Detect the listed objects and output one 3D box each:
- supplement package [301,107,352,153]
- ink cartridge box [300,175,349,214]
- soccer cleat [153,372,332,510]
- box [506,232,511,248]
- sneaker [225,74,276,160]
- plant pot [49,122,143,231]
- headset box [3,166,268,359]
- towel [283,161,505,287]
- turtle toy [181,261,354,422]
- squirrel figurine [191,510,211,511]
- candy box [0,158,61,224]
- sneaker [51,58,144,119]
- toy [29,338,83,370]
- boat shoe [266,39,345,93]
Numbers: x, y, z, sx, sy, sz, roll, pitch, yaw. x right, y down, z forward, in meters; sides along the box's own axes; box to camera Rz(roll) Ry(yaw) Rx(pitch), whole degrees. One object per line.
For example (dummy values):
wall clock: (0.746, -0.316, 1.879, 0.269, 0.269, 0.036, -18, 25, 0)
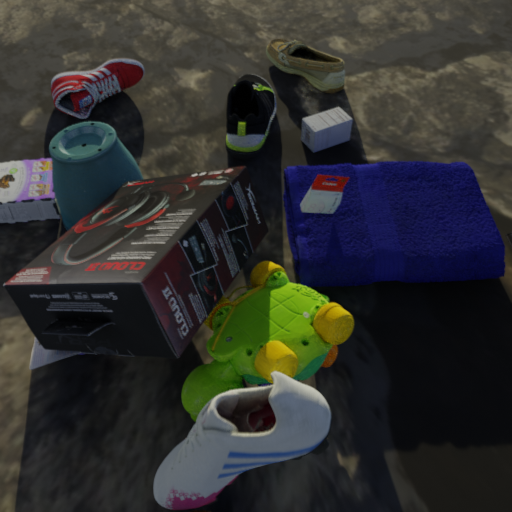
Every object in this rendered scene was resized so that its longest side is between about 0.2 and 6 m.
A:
supplement package: (1.530, -2.753, 12.208, 0.965, 0.564, 0.566, -21, 51, -18)
ink cartridge box: (1.147, -1.003, 9.282, 0.617, 0.759, 0.217, 1, 58, -23)
soccer cleat: (-0.424, 2.105, 6.535, 2.716, 1.173, 0.949, -33, 33, 24)
box: (5.127, 0.352, 9.041, 1.322, 0.417, 2.402, -26, 43, 23)
sneaker: (-0.087, -3.388, 12.321, 1.082, 1.249, 3.016, 1, 48, 1)
plant pot: (-2.935, -1.465, 10.231, 1.745, 1.640, 1.745, -3, 47, 4)
headset box: (-1.660, 0.100, 8.114, 2.489, 1.256, 3.348, -2, 33, 30)
towel: (2.344, -0.560, 10.098, 3.605, 0.893, 2.662, -2, 54, -2)
turtle toy: (0.059, 1.323, 7.936, 2.626, 1.328, 1.914, -31, 41, -23)
squirrel figurine: (-0.519, 3.392, 6.514, 1.005, 0.762, 1.077, -27, 56, -31)
candy box: (-4.576, -1.259, 10.855, 1.531, 0.548, 1.284, -6, 48, -6)
sneaker: (-3.676, -3.906, 13.105, 2.232, 0.795, 1.256, -15, 45, -3)
toy: (-2.286, 1.116, 8.603, 2.151, 0.508, 1.239, -21, 32, -3)
boat shoe: (1.233, -4.983, 14.076, 0.938, 0.809, 2.572, -28, 54, -23)
